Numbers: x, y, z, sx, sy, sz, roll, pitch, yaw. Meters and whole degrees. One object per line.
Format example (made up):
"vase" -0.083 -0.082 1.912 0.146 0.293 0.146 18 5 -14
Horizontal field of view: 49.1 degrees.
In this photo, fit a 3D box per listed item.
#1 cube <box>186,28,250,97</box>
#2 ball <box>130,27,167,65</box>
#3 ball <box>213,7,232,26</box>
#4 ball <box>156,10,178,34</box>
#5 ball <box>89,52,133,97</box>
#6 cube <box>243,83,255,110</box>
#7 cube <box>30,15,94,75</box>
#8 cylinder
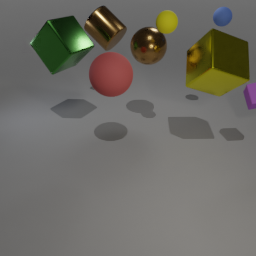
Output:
"cube" 2.816 -2.017 8.928 1.400 1.400 1.400 12 -19 -19
"ball" 0.786 -3.121 10.679 1.400 1.400 1.400 0 30 0
"ball" 3.614 -4.252 10.701 0.700 0.700 0.700 0 30 0
"ball" 1.228 -3.351 8.869 0.700 0.700 0.700 0 30 0
"ball" -0.536 -1.690 8.886 1.400 1.400 1.400 0 30 0
"cube" 4.357 -1.094 9.372 0.700 0.700 0.700 -12 -15 10
"cube" -2.417 -3.075 10.373 1.400 1.400 1.400 -30 7 40
"cylinder" -1.006 -4.466 12.609 1.400 1.400 1.400 45 38 -1
